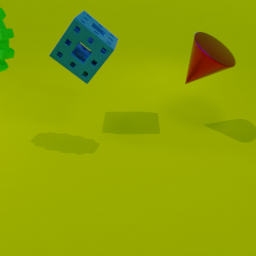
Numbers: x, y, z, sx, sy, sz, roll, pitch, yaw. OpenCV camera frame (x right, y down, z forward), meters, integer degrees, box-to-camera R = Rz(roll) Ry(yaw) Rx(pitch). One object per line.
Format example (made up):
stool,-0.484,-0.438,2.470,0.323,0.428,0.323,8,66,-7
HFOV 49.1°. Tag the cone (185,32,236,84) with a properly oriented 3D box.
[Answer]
cone,2.002,-1.695,7.829,1.347,1.352,1.347,19,46,-20

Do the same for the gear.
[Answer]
gear,-3.492,-2.149,6.531,1.842,1.842,0.341,14,28,19

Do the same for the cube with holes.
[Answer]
cube with holes,-1.180,-2.260,7.805,1.238,1.238,1.238,36,26,-17
